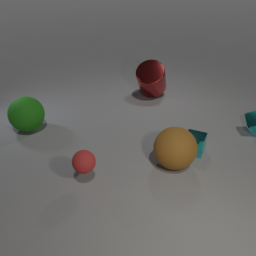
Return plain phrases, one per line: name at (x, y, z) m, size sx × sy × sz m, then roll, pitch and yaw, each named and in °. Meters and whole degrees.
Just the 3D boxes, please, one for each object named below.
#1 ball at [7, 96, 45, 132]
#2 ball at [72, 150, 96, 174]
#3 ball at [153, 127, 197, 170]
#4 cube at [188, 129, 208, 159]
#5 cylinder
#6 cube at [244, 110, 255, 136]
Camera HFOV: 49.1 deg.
ball at (-4.027, -0.554, 11.103) m, size 1.400 × 1.400 × 1.400 m, roll 0°, pitch 30°, yaw 0°
ball at (-1.290, 0.987, 8.189) m, size 0.700 × 0.700 × 0.700 m, roll 0°, pitch 30°, yaw 0°
ball at (1.525, 0.654, 9.049) m, size 1.400 × 1.400 × 1.400 m, roll 0°, pitch 30°, yaw 0°
cube at (2.364, 0.547, 9.938) m, size 0.700 × 0.700 × 0.700 m, roll 13°, pitch 32°, yaw 22°
cylinder at (1.165, -2.413, 13.862) m, size 1.400 × 1.400 × 1.400 m, roll -4°, pitch 68°, yaw 9°
cube at (5.012, -0.225, 10.795) m, size 0.700 × 0.700 × 0.700 m, roll -22°, pitch 49°, yaw 34°
